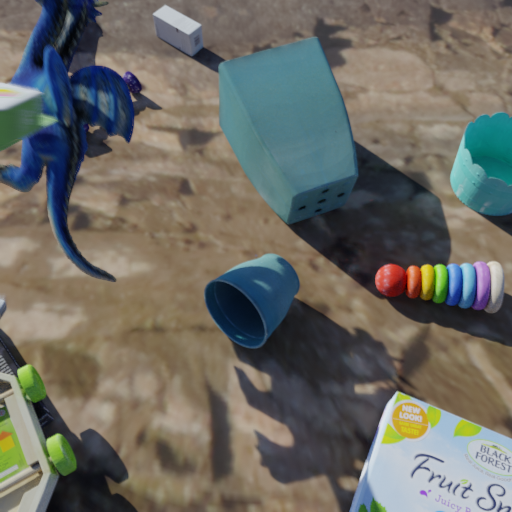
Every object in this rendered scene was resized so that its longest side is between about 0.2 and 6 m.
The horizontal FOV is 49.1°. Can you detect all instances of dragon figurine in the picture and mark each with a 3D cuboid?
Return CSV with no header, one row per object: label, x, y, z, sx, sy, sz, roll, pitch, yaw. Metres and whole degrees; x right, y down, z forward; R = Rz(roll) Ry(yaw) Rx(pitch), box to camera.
dragon figurine,-2.424,-1.830,7.167,2.055,1.216,4.132,-33,70,30

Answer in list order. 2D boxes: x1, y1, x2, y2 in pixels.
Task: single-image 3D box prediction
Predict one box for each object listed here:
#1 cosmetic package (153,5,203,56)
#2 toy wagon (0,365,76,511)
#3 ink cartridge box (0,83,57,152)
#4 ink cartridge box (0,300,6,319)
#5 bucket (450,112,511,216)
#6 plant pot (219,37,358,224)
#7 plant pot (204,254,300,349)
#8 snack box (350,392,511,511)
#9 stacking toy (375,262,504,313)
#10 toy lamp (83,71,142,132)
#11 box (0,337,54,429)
cosmetic package,-1.698,-4.908,12.206,1.074,0.606,0.436,32,65,19
toy wagon,-4.018,2.439,7.506,2.511,0.640,3.236,-27,66,-14
ink cartridge box,-2.871,-1.581,6.092,0.805,0.460,1.551,13,29,3
ink cartridge box,-2.976,0.595,5.461,0.794,0.199,0.644,17,44,-1
bucket,4.360,-1.607,10.022,1.683,1.095,1.683,0,61,0
plant pot,0.651,-2.055,9.908,1.840,1.841,2.605,-19,71,-11
plant pot,0.027,0.603,8.763,1.242,1.242,1.167,37,51,19
snack box,2.697,3.425,7.208,2.776,0.939,2.341,22,64,11
stacking toy,2.927,0.434,9.103,1.933,0.825,0.825,5,60,10
toy lamp,-3.129,-2.998,11.163,0.540,0.540,1.856,36,65,18
box,-4.332,2.043,8.307,1.662,0.420,2.325,-36,66,-17
